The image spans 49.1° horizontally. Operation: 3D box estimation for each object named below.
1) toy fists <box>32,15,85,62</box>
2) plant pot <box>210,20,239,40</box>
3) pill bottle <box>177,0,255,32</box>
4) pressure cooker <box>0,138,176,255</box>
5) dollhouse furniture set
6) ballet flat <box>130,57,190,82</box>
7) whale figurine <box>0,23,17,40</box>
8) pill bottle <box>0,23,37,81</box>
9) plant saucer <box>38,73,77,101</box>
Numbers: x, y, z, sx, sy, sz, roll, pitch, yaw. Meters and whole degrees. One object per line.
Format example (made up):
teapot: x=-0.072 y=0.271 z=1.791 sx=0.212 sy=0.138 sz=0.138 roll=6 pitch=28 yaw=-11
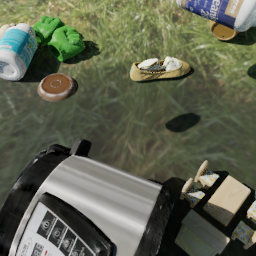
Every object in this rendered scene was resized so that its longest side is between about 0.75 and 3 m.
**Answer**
toy fists: x=-2.475 y=-3.258 z=9.890 sx=2.267 sy=0.779 sz=1.155 roll=38 pitch=59 yaw=27
plant pot: x=3.717 y=-4.229 z=10.164 sx=1.822 sy=1.822 sz=1.956 roll=20 pitch=67 yaw=15
pill bottle: x=2.414 y=-3.034 z=6.454 sx=2.329 sy=1.292 sz=1.292 roll=31 pitch=58 yaw=18
pressure cooker: x=-0.884 y=1.811 z=4.894 sx=2.910 sy=2.600 sz=2.559 roll=20 pitch=42 yaw=14
dollhouse furniture set: x=1.883 y=1.703 z=5.762 sx=1.731 sy=1.226 sz=1.884 roll=36 pitch=61 yaw=24
ballet flat: x=1.083 y=-1.929 z=8.936 sx=2.053 sy=0.647 sz=0.704 roll=-13 pitch=53 yaw=-10
whale figurine: x=-4.325 y=-3.290 z=10.059 sx=1.049 sy=0.684 sz=1.318 roll=-38 pitch=33 yaw=8
pill bottle: x=-3.629 y=-2.558 z=9.126 sx=1.077 sy=1.077 sz=1.944 roll=5 pitch=54 yaw=4
plant saucer: x=-2.228 y=-1.331 z=8.770 sx=1.206 sy=0.193 sz=1.206 roll=1 pitch=53 yaw=-1
